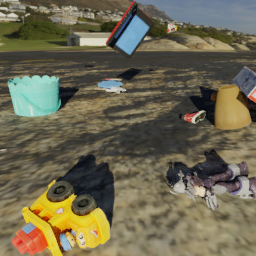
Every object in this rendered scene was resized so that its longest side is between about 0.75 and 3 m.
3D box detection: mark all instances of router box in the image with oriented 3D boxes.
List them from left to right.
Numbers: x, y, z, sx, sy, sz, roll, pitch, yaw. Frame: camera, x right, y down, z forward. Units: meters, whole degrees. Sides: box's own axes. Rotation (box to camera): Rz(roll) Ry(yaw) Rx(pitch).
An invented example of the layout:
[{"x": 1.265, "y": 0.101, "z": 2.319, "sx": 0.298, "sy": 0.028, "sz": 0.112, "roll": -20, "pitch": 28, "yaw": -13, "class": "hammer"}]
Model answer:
[{"x": 4.158, "y": -0.761, "z": 7.857, "sx": 2.134, "sy": 0.581, "sz": 2.378, "roll": 34, "pitch": 22, "yaw": -2, "class": "router box"}]

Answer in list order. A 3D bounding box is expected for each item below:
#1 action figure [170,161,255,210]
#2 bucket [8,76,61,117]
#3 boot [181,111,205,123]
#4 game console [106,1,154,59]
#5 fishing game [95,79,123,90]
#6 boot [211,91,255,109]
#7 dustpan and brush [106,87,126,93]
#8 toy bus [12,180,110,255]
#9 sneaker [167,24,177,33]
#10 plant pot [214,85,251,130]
[{"x": 1.403, "y": 0.968, "z": 4.683, "sx": 1.447, "sy": 0.502, "sz": 0.942, "roll": -6, "pitch": 27, "yaw": -7, "class": "action figure"}, {"x": -3.191, "y": -1.137, "z": 9.714, "sx": 1.749, "sy": 1.138, "sz": 1.749, "roll": 0, "pitch": 20, "yaw": 0, "class": "bucket"}, {"x": 2.057, "y": -0.401, "z": 8.911, "sx": 0.576, "sy": 0.289, "sz": 0.799, "roll": 15, "pitch": 28, "yaw": 40, "class": "boot"}, {"x": 0.107, "y": -3.170, "z": 9.334, "sx": 0.948, "sy": 1.597, "sz": 1.376, "roll": 35, "pitch": 12, "yaw": -8, "class": "game console"}, {"x": -0.883, "y": -2.127, "z": 13.959, "sx": 1.234, "sy": 0.268, "sz": 1.724, "roll": 3, "pitch": 27, "yaw": 10, "class": "fishing game"}, {"x": 4.805, "y": -1.152, "z": 10.811, "sx": 2.215, "sy": 0.806, "sz": 2.353, "roll": -17, "pitch": 17, "yaw": -22, "class": "boot"}, {"x": -0.647, "y": -1.736, "z": 12.876, "sx": 0.986, "sy": 0.282, "sz": 0.688, "roll": 22, "pitch": 21, "yaw": 34, "class": "dustpan and brush"}, {"x": -0.888, "y": 1.279, "z": 3.563, "sx": 1.027, "sy": 0.697, "sz": 0.985, "roll": 18, "pitch": 39, "yaw": 35, "class": "toy bus"}, {"x": 1.655, "y": -3.753, "z": 10.530, "sx": 0.316, "sy": 0.299, "sz": 0.769, "roll": 15, "pitch": 35, "yaw": 15, "class": "sneaker"}, {"x": 2.916, "y": -0.645, "z": 8.043, "sx": 1.028, "sy": 1.103, "sz": 1.028, "roll": -14, "pitch": 16, "yaw": 4, "class": "plant pot"}]
